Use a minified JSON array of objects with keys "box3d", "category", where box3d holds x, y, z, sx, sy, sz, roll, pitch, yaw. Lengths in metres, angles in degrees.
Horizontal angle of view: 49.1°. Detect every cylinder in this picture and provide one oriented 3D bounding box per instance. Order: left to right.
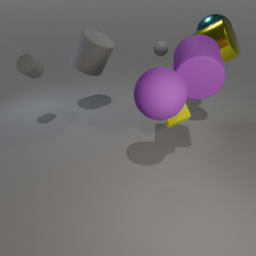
[{"box3d":[-3.445,-2.176,9.931,0.700,0.700,0.700,7,-5,13],"category":"cylinder"},{"box3d":[-1.465,-3.111,11.575,1.400,1.400,1.400,21,35,-15],"category":"cylinder"},{"box3d":[2.044,-1.792,8.208,1.400,1.400,1.400,4,43,6],"category":"cylinder"},{"box3d":[3.008,-2.885,9.873,1.400,1.400,1.400,-21,15,35],"category":"cylinder"}]

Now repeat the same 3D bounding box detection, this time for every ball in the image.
[{"box3d":[0.849,-0.896,7.414,1.400,1.400,1.400,0,29,0],"category":"ball"},{"box3d":[1.562,-3.766,13.316,0.700,0.700,0.700,0,29,0],"category":"ball"},{"box3d":[3.355,-3.710,10.953,1.400,1.400,1.400,0,29,0],"category":"ball"}]

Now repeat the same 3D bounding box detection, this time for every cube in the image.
[{"box3d":[1.434,-0.497,8.612,0.700,0.700,0.700,-22,-8,2],"category":"cube"}]
